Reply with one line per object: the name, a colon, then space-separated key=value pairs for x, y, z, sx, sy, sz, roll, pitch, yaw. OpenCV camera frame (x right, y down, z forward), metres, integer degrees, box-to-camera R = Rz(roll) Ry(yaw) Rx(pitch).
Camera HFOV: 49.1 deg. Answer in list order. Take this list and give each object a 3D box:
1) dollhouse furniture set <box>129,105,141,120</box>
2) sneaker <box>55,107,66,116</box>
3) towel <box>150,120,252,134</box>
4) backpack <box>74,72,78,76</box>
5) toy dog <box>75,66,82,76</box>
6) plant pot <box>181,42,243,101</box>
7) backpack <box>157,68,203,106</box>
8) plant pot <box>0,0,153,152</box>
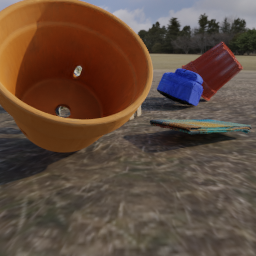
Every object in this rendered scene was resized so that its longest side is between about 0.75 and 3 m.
dollhouse furniture set: x=-0.657 y=-0.837 z=8.707 sx=1.608 sy=1.139 sz=1.751 roll=4 pitch=15 yaw=25
sneaker: x=-1.581 y=-0.770 z=7.413 sx=1.163 sy=0.522 sz=0.390 roll=-42 pitch=-7 yaw=-25
towel: x=1.751 y=-0.040 z=6.821 sx=2.023 sy=0.219 sz=1.483 roll=-1 pitch=8 yaw=-31
backpack: x=-2.660 y=-1.620 z=10.646 sx=1.578 sy=1.487 sz=1.935 roll=-16 pitch=1 yaw=31
toy dog: x=-2.662 y=-2.204 z=13.105 sx=1.849 sy=1.792 sz=1.290 roll=36 pitch=34 yaw=7
plant pot: x=3.780 y=-2.591 z=12.387 sx=1.971 sy=2.027 sz=2.027 roll=-38 pitch=-4 yaw=27
backpack: x=2.068 y=-1.659 z=11.135 sx=1.581 sy=1.326 sz=1.284 roll=22 pitch=3 yaw=31
plant pot: x=-1.171 y=-0.789 z=5.392 sx=2.782 sy=2.782 sz=1.947 roll=-6 pitch=-27 yaw=-24
